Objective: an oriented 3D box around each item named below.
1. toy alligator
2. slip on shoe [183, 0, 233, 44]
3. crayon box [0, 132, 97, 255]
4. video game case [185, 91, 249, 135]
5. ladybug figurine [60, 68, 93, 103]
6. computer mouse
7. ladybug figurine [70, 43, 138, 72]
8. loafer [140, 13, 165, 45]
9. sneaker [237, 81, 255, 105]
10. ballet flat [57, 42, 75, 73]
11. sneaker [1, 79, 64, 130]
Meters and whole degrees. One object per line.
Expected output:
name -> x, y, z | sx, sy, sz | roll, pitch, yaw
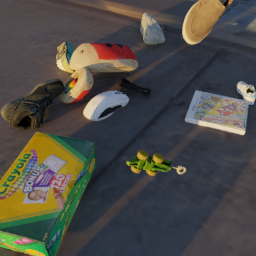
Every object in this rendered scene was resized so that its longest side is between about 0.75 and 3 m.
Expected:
toy alligator -> 0.485, 0.623, 4.927 | 1.142, 0.378, 0.274 | 13, 29, -22
slip on shoe -> 2.915, -4.119, 9.588 | 2.735, 1.040, 0.829 | -51, 19, 0
crayon box -> -1.937, 1.372, 6.426 | 1.641, 0.805, 2.763 | 9, 42, 10
video game case -> 2.908, -0.553, 9.062 | 1.794, 0.205, 1.633 | 15, 44, 16
ladybug figurine -> -1.673, -1.334, 9.253 | 0.563, 1.566, 1.063 | 26, 50, -35
computer mouse -> -0.438, -1.002, 9.326 | 1.311, 0.524, 2.391 | 33, 51, 30
ladybug figurine -> -0.802, -2.534, 10.169 | 2.750, 0.989, 1.866 | -10, 15, -40
loafer -> 1.147, -4.690, 13.277 | 0.934, 0.936, 2.677 | 5, 44, -11
sneaker -> 4.145, -1.319, 9.724 | 0.452, 0.477, 1.181 | -3, 41, -1
ballet flat -> -2.520, -2.739, 11.236 | 0.776, 0.776, 2.196 | -8, 43, -9
sneaker -> -2.707, -0.676, 8.711 | 2.139, 0.818, 1.225 | -37, 56, -25
